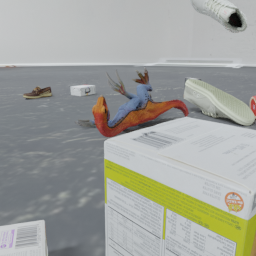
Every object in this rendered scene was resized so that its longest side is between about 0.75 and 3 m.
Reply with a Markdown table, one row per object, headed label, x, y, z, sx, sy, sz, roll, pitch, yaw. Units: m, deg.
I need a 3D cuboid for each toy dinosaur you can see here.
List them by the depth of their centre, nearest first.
| label | x | y | z | sx | sy | sz | roll | pitch | yaw |
| --- | --- | --- | --- | --- | --- | --- | --- | --- | --- |
| toy dinosaur | 0.194 | -0.545 | 6.880 | 2.933 | 1.540 | 2.661 | 11 | 33 | 5 |

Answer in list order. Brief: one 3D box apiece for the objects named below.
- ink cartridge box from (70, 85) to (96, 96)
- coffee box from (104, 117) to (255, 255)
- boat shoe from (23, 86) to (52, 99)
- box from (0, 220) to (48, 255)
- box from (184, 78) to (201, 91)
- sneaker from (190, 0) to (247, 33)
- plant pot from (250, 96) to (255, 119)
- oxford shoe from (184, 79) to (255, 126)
| label | x | y | z | sx | sy | sz | roll | pitch | yaw |
| --- | --- | --- | --- | --- | --- | --- | --- | --- | --- |
| ink cartridge box | -2.004 | -1.687 | 12.512 | 0.682 | 0.396 | 0.924 | 12 | 22 | 37 |
| coffee box | 0.641 | 0.676 | 2.414 | 1.230 | 1.218 | 1.232 | -15 | 21 | -42 |
| boat shoe | -3.792 | -1.522 | 11.755 | 0.480 | 0.479 | 1.330 | 14 | 21 | 41 |
| box | -0.615 | 1.355 | 1.355 | 0.515 | 0.481 | 2.484 | -5 | 16 | -17 |
| box | 2.986 | -1.958 | 12.958 | 0.209 | 0.685 | 0.864 | -9 | 17 | -32 |
| sneaker | 2.502 | -3.212 | 7.533 | 1.865 | 0.727 | 0.927 | 28 | 25 | -6 |
| plant pot | 3.971 | -0.626 | 7.952 | 0.805 | 0.910 | 0.910 | -7 | 15 | 7 |
| oxford shoe | 2.621 | -0.684 | 8.389 | 1.011 | 0.776 | 2.689 | -2 | 29 | -31 |
